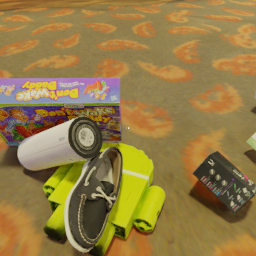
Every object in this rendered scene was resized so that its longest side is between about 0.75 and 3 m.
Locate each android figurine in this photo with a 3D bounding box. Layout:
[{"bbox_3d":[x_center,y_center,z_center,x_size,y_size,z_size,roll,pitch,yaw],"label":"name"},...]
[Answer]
[{"bbox_3d":[-0.456,1.201,5.686,2.389,0.539,2.625,13,40,17],"label":"android figurine"}]

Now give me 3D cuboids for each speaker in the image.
[{"bbox_3d":[-1.456,0.383,5.743,2.002,0.813,0.813,-17,20,43],"label":"speaker"}]

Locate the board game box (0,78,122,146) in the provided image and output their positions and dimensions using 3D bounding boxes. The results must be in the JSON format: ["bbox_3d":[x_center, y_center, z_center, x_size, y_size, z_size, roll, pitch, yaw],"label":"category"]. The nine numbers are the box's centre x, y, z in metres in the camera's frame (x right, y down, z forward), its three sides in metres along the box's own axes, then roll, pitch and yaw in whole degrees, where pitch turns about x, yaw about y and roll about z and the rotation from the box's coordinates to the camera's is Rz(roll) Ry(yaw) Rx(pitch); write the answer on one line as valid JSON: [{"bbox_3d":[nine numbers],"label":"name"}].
[{"bbox_3d":[-1.604,-0.292,6.432,2.898,1.949,0.649,-1,61,0],"label":"board game box"}]

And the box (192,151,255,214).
[{"bbox_3d":[1.900,1.019,5.460,1.066,0.565,0.652,44,21,21],"label":"box"}]

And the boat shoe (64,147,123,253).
[{"bbox_3d":[-0.470,1.064,4.728,0.613,0.751,2.033,-33,20,25],"label":"boat shoe"}]

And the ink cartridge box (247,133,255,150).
[{"bbox_3d":[4.020,0.045,5.935,0.562,2.343,1.705,26,21,-38],"label":"ink cartridge box"}]
